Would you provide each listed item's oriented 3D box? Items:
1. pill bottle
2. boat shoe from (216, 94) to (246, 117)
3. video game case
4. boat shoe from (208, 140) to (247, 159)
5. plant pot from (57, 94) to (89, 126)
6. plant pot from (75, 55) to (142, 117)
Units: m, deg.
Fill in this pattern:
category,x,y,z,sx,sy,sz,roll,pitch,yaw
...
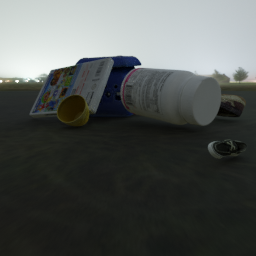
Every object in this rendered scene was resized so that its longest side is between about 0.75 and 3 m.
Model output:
category,x,y,z,sx,sy,sz,roll,pitch,yaw
pill bottle,1.133,-0.905,7.866,1.473,1.473,2.599,-8,17,-40
boat shoe,2.857,-0.737,9.569,2.123,0.688,0.763,8,-31,34
video game case,-1.883,-1.275,9.146,2.771,1.984,0.250,-1,-30,33
boat shoe,1.580,0.299,4.422,0.791,0.279,0.252,0,-28,-37
plant pot,-1.414,-0.395,7.711,0.872,0.872,0.619,4,-25,22
plant pot,-0.687,-1.656,10.707,2.345,2.108,2.345,3,14,20
